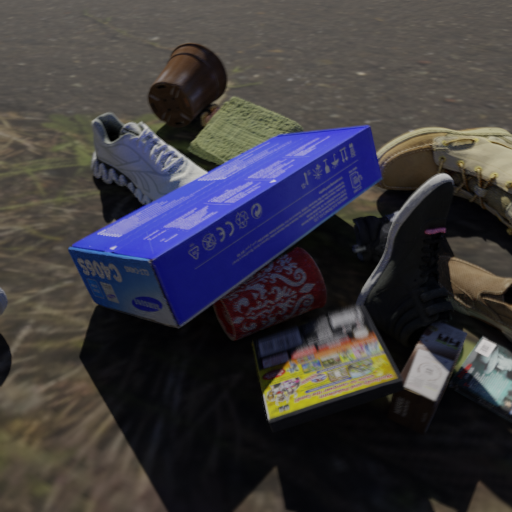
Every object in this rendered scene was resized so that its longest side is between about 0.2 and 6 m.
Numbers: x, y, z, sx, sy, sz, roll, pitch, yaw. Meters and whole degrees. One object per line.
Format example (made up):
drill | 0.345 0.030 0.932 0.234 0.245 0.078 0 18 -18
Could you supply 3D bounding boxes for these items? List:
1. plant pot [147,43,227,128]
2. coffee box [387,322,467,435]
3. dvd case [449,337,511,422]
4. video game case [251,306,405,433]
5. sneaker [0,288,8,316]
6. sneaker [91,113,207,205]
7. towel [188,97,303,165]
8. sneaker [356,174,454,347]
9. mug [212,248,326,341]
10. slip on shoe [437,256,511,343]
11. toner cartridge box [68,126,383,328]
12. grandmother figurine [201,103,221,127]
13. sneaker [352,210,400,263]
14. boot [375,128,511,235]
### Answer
plant pot | -1.499 -3.516 11.810 1.398 1.398 1.384 13 49 15
coffee box | 1.939 1.349 6.344 0.452 0.640 1.132 23 44 24
dvd case | 3.044 1.539 6.514 1.279 0.141 0.933 28 47 29
video game case | 0.731 1.210 6.252 1.444 0.184 1.305 -18 32 2
sneaker | -4.174 0.898 6.822 2.080 0.782 1.195 -5 40 2
sneaker | -1.811 -1.586 9.545 2.828 1.146 1.063 25 44 25
towel | -0.209 -2.196 10.494 1.977 0.361 1.466 28 75 32
sneaker | 2.056 0.159 6.695 0.763 2.157 1.070 -4 36 -38
mug | 0.110 0.564 7.353 1.291 1.146 0.861 -23 80 -19
slip on shoe | 3.201 0.549 7.275 0.865 0.689 2.275 -22 44 -24
toner cartridge box | -0.248 -0.648 8.002 2.044 0.929 4.302 5 32 47
grandmother figurine | -0.445 -2.577 11.289 0.922 0.460 1.520 -49 55 2
sneaker | 2.090 -0.425 8.371 1.157 0.767 2.033 -4 16 27
boot | 3.517 -1.174 9.149 2.850 1.038 2.215 -7 40 -14
